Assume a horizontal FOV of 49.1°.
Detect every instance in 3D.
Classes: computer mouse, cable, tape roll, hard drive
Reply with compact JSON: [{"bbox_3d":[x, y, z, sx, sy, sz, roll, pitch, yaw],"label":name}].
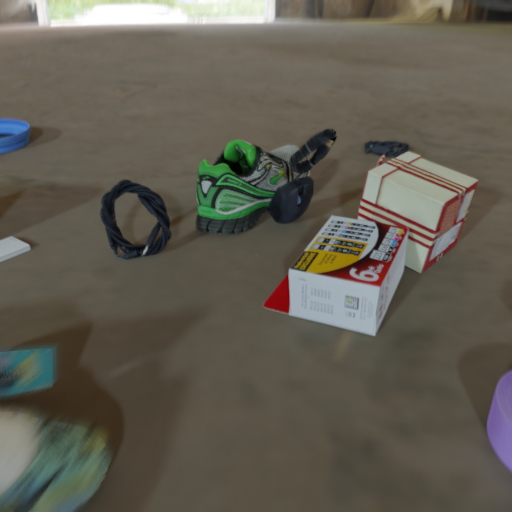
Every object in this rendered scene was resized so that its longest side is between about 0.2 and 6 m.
[{"bbox_3d":[0.744,-1.099,8.656,0.771,2.631,0.448,-23,76,-16],"label":"computer mouse"},{"bbox_3d":[-1.807,-0.559,8.423,0.980,1.202,0.305,-9,10,3],"label":"cable"},{"bbox_3d":[3.085,-2.534,13.227,1.055,0.268,0.860,2,23,8],"label":"cable"},{"bbox_3d":[2.875,1.589,5.144,1.352,0.444,1.352,1,28,0],"label":"tape roll"},{"bbox_3d":[-3.991,-0.054,8.619,0.535,0.108,0.811,20,33,33],"label":"hard drive"}]

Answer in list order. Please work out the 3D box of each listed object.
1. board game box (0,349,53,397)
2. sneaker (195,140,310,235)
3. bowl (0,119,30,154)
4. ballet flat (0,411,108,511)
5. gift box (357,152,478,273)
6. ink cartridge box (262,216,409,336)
[{"bbox_3d":[-2.889,1.109,4.942,1.285,0.399,1.702,-7,-7,19],"label":"board game box"},{"bbox_3d":[0.080,-1.475,10.020,1.210,1.321,3.101,15,31,26],"label":"sneaker"},{"bbox_3d":[-6.594,-2.885,13.668,2.072,0.407,2.072,0,28,0],"label":"bowl"},{"bbox_3d":[-2.689,1.673,4.359,2.915,1.082,1.082,-6,28,-9],"label":"ballet flat"},{"bbox_3d":[2.380,-0.716,8.620,1.413,1.396,1.513,30,35,30],"label":"gift box"},{"bbox_3d":[1.092,0.157,7.542,1.538,0.735,1.752,11,30,21],"label":"ink cartridge box"}]
